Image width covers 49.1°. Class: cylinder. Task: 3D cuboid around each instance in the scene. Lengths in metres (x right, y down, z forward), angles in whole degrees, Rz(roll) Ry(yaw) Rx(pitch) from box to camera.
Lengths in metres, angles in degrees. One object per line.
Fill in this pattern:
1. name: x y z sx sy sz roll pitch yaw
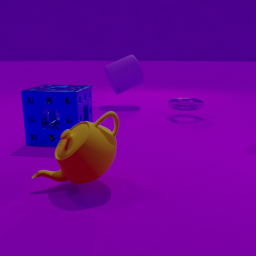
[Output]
1. cylinder: -0.164 -2.231 11.764 1.285 1.285 1.285 -25 19 -6

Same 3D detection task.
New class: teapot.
1. teapot: -0.786 0.378 4.579 1.700 0.832 1.057 -43 30 3

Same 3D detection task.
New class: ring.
1. ring: 1.983 -0.808 9.671 1.243 0.249 1.243 4 -7 0

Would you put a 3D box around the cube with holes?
1. cube with holes: -1.711 -0.360 7.112 1.327 1.327 1.327 2 15 7
